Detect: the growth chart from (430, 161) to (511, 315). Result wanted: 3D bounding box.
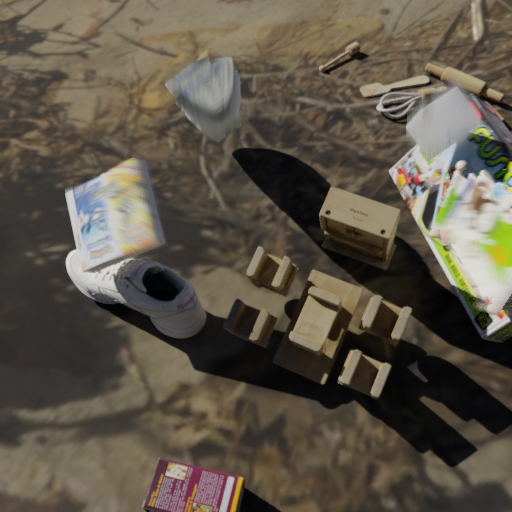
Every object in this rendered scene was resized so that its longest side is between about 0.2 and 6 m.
[{"bbox_3d":[3.189,-0.345,7.949,0.206,1.678,2.319,-1,36,-9],"label":"growth chart"}]

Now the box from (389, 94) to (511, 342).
[{"bbox_3d":[3.773,-0.695,9.209,0.640,2.028,3.686,13,44,-37],"label":"box"}]

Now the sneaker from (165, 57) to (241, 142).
[{"bbox_3d":[-0.705,-2.666,9.885,1.174,1.373,3.152,-33,26,3],"label":"sneaker"}]

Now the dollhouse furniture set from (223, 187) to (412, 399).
[{"bbox_3d":[1.218,0.607,8.860,2.393,1.814,2.730,22,79,15],"label":"dollhouse furniture set"}]

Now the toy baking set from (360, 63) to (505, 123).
[{"bbox_3d":[3.882,-3.424,12.180,2.956,0.344,2.269,37,62,24],"label":"toy baking set"}]

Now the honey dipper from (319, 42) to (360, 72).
[{"bbox_3d":[1.937,-4.651,13.161,1.243,0.236,0.236,-36,62,-19],"label":"honey dipper"}]

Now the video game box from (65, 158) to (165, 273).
[{"bbox_3d":[-2.079,-0.557,8.138,1.401,0.328,1.277,-21,80,25],"label":"video game box"}]

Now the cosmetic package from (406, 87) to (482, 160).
[{"bbox_3d":[2.975,-2.095,8.953,0.712,0.862,0.711,-34,88,-2],"label":"cosmetic package"}]

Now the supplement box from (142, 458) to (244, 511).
[{"bbox_3d":[-0.797,3.154,7.332,1.180,0.506,0.651,11,55,8],"label":"supplement box"}]

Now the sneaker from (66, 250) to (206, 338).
[{"bbox_3d":[-1.951,0.311,8.912,2.592,1.291,0.970,22,58,17],"label":"sneaker"}]
